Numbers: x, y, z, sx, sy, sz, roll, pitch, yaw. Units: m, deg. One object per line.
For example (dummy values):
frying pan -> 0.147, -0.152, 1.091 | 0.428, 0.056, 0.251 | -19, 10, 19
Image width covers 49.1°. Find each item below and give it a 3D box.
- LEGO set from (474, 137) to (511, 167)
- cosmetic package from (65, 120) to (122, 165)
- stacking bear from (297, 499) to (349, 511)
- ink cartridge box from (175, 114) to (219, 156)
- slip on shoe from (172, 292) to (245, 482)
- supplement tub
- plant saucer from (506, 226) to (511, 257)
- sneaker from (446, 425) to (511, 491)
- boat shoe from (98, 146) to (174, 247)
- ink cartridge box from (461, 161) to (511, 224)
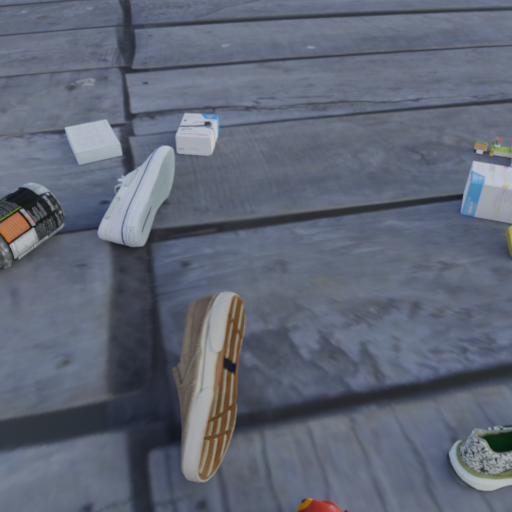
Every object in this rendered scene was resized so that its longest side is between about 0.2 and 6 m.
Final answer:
LEGO set -> 6.273, -2.608, 13.659 | 0.832, 0.673, 1.809 | -25, 47, -26
cosmetic package -> -4.143, -2.910, 14.232 | 1.099, 0.376, 1.457 | -18, 44, -17
stacking bear -> 0.435, 3.488, 6.530 | 1.652, 1.003, 0.939 | -26, 70, -40
ink cartridge box -> -1.497, -3.130, 14.370 | 0.905, 0.527, 1.252 | 3, 41, 4
slip on shoe -> -0.796, 1.797, 8.089 | 0.828, 1.040, 2.735 | -3, 62, 19
supplement tub -> -4.786, -0.516, 10.901 | 1.150, 1.150, 1.878 | 22, 46, 23
plant saucer -> 5.248, -0.358, 11.163 | 0.716, 0.716, 0.174 | -24, 17, -25
sneaker -> 3.727, 2.562, 7.498 | 2.180, 0.966, 0.838 | -6, 41, -7
boat shoe -> -2.542, -1.425, 11.975 | 0.991, 1.092, 2.968 | 7, 42, 6
ink cartridge box -> 5.248, -1.331, 12.031 | 1.406, 0.881, 0.904 | 14, 43, 15
